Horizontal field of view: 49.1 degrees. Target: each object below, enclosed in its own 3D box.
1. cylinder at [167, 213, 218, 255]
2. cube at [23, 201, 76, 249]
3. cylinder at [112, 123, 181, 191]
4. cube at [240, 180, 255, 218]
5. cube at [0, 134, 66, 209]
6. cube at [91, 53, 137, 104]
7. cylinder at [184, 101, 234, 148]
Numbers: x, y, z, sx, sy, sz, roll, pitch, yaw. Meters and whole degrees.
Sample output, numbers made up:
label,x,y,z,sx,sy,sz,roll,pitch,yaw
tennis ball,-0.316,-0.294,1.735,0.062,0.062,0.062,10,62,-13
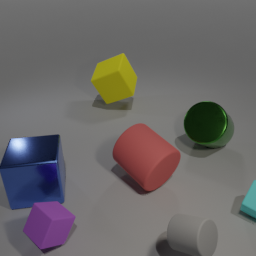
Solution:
label,x,y,z,sx,sy,sz,roll,pitch,yaw
cylinder,1.221,2.025,5.311,0.700,0.700,0.700,-7,16,46
cube,-1.731,2.111,6.177,0.700,0.700,0.700,26,5,34
cylinder,0.515,0.805,7.928,1.400,1.400,1.400,-23,49,-36
cube,3.261,1.821,6.878,0.700,0.700,0.700,27,74,28
cube,-2.513,1.158,7.683,1.400,1.400,1.400,-5,29,-8
cube,-0.568,-2.151,12.319,1.400,1.400,1.400,-15,40,24
cylinder,2.747,-0.072,9.437,1.400,1.400,1.400,19,0,30
